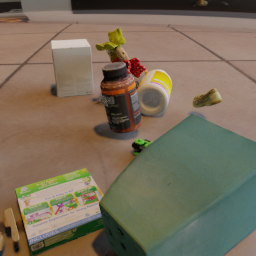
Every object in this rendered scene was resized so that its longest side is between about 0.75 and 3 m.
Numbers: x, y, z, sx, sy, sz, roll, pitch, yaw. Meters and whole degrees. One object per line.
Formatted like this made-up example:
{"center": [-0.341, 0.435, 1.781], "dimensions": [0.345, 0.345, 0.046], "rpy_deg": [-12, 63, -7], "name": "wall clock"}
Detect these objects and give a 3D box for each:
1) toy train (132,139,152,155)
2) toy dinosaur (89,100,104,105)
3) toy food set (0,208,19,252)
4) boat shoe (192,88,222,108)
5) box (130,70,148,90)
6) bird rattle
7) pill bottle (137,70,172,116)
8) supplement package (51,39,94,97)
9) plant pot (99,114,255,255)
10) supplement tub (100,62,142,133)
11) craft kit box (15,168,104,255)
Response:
{"center": [1.305, 0.882, 8.321], "dimensions": [2.713, 0.566, 0.765], "rpy_deg": [22, 28, 34], "name": "toy train"}
{"center": [-1.264, -1.132, 12.345], "dimensions": [0.930, 0.271, 0.470], "rpy_deg": [-13, 15, -37], "name": "toy dinosaur"}
{"center": [-3.316, 2.505, 5.626], "dimensions": [2.176, 0.343, 1.383], "rpy_deg": [-22, 35, -21], "name": "toy food set"}
{"center": [2.912, -1.137, 10.584], "dimensions": [0.663, 0.572, 1.818], "rpy_deg": [-21, 5, -6], "name": "boat shoe"}
{"center": [0.074, -2.234, 13.444], "dimensions": [1.735, 1.033, 0.360], "rpy_deg": [0, 28, -1], "name": "box"}
{"center": [-0.249, -2.959, 11.690], "dimensions": [1.230, 2.183, 1.779], "rpy_deg": [-46, 10, -8], "name": "bird rattle"}
{"center": [1.158, -1.653, 12.025], "dimensions": [1.384, 1.384, 2.656], "rpy_deg": [6, 30, 11], "name": "pill bottle"}
{"center": [-2.641, -2.879, 13.317], "dimensions": [1.722, 2.269, 1.710], "rpy_deg": [-7, 30, -13], "name": "supplement package"}
{"center": [1.061, 1.528, 5.716], "dimensions": [2.991, 2.114, 2.113], "rpy_deg": [-28, 39, -27], "name": "plant pot"}
{"center": [-0.256, -1.026, 9.485], "dimensions": [1.202, 2.247, 1.202], "rpy_deg": [-8, 28, 4], "name": "supplement tub"}
{"center": [-1.556, 1.851, 6.681], "dimensions": [1.903, 0.462, 1.879], "rpy_deg": [-14, 34, -24], "name": "craft kit box"}
